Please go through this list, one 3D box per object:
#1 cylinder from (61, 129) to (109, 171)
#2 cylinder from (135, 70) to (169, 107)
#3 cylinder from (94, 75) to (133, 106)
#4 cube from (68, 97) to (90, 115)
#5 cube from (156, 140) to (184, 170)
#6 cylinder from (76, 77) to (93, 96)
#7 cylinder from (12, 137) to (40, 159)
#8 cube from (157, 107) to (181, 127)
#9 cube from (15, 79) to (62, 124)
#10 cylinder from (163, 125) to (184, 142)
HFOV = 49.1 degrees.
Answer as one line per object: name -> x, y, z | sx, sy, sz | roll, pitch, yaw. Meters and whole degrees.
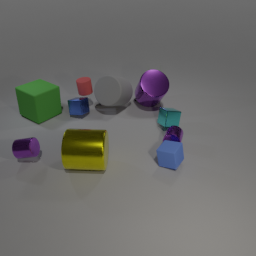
cylinder -> -1.434, 0.737, 9.654 | 1.400, 1.400, 1.400 | 2, 31, 3
cylinder -> 1.127, -1.879, 13.484 | 1.400, 1.400, 1.400 | 3, 74, -9
cylinder -> -0.664, -1.736, 13.222 | 1.400, 1.400, 1.400 | 14, 10, 21
cube -> -2.282, -1.020, 13.001 | 0.700, 0.700, 0.700 | 2, 18, 24
cube -> 1.497, 0.933, 9.868 | 0.700, 0.700, 0.700 | 8, 33, 33
cylinder -> -2.080, -1.997, 13.412 | 0.700, 0.700, 0.700 | -5, 31, 3
cylinder -> -3.621, 0.712, 9.970 | 0.700, 0.700, 0.700 | -7, 30, 12
cube -> 1.773, -0.464, 12.080 | 0.700, 0.700, 0.700 | 2, 16, -24
cube -> -4.080, -1.259, 12.881 | 1.400, 1.400, 1.400 | 23, 37, 30
cylinder -> 1.773, 0.363, 10.958 | 0.700, 0.700, 0.700 | 10, 32, 15
